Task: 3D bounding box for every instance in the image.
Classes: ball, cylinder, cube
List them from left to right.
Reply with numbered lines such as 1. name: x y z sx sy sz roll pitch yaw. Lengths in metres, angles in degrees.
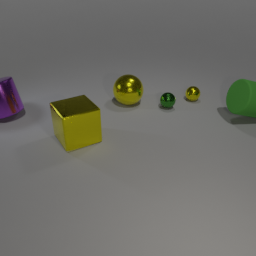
1. cylinder: -5.267 -1.263 11.663 1.400 1.400 1.400 -12 24 5
2. cube: -1.888 -0.209 10.217 1.400 1.400 1.400 -17 35 -26
3. ball: 0.012 -1.735 12.760 1.400 1.400 1.400 0 31 0
4. ball: 1.779 -1.247 12.528 0.700 0.700 0.700 0 31 0
5. ball: 3.068 -1.631 13.245 0.700 0.700 0.700 0 31 0
6. cylinder: 4.949 -1.155 11.234 1.400 1.400 1.400 8 28 -20
